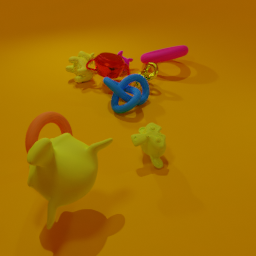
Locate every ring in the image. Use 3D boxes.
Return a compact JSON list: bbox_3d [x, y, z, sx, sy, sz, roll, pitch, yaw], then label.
[{"bbox_3d":[-1.784,0.275,6.456,0.263,1.315,1.315,5,34,33],"label":"ring"},{"bbox_3d":[1.435,-2.918,11.125,1.923,0.385,1.923,-12,17,4],"label":"ring"}]

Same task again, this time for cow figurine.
[{"bbox_3d":[-1.623,-2.304,10.517,1.381,0.771,1.404,-14,56,-44],"label":"cow figurine"}]

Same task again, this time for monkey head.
[{"bbox_3d":[-1.118,0.713,4.876,1.166,1.392,1.934,34,75,5],"label":"monkey head"},{"bbox_3d":[-0.216,-2.577,10.866,0.622,0.743,1.033,39,57,5],"label":"monkey head"},{"bbox_3d":[0.476,0.355,6.750,0.895,0.750,1.244,-11,57,-17],"label":"monkey head"}]

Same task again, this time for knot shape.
[{"bbox_3d":[0.536,-1.726,9.708,0.514,1.112,1.041,45,51,-7],"label":"knot shape"},{"bbox_3d":[0.046,-1.156,8.826,1.443,0.713,1.542,-16,56,-25],"label":"knot shape"}]

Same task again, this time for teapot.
[{"bbox_3d":[-0.615,-2.153,10.007,1.782,0.872,1.108,6,32,-12],"label":"teapot"}]
